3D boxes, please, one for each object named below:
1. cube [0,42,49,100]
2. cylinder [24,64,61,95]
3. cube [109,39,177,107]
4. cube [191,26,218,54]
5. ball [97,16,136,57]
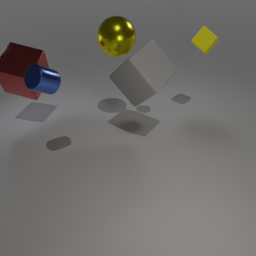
[{"bbox_3d":[-3.953,-2.132,10.625,1.400,1.400,1.400,15,62,4],"label":"cube"},{"bbox_3d":[-2.322,-1.318,7.630,0.700,0.700,0.700,23,7,32],"label":"cylinder"},{"bbox_3d":[0.515,-1.839,9.545,1.400,1.400,1.400,-47,11,-34],"label":"cube"},{"bbox_3d":[3.000,-3.398,10.907,0.700,0.700,0.700,44,19,11],"label":"cube"},{"bbox_3d":[-0.401,-3.242,9.970,1.400,1.400,1.400,0,31,0],"label":"ball"}]
